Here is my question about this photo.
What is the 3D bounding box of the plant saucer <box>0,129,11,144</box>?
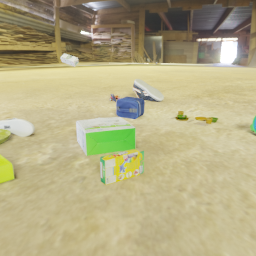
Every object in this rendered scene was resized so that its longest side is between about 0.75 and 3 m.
[{"bbox_3d":[-5.051,0.385,9.872,1.750,0.272,1.750,0,17,0],"label":"plant saucer"}]

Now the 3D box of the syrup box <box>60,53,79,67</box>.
[{"bbox_3d":[-2.765,-3.227,13.277,0.818,0.333,0.322,24,59,21],"label":"syrup box"}]

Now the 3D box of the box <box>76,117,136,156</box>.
[{"bbox_3d":[-0.782,0.207,9.484,1.686,0.815,1.487,-6,18,-21],"label":"box"}]

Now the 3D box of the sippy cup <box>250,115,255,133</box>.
[{"bbox_3d":[5.409,-0.137,10.553,0.976,1.046,1.332,1,22,-37],"label":"sippy cup"}]

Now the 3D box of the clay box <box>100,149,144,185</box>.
[{"bbox_3d":[-0.127,0.961,7.158,1.191,0.684,0.283,-10,20,-33],"label":"clay box"}]

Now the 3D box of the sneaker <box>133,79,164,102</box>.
[{"bbox_3d":[1.246,-2.155,17.666,0.910,0.922,2.321,-19,50,-43],"label":"sneaker"}]

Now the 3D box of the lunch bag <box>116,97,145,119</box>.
[{"bbox_3d":[0.040,-0.978,13.358,1.343,0.912,0.889,8,18,26],"label":"lunch bag"}]

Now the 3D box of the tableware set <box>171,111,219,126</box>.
[{"bbox_3d":[3.056,-0.501,12.848,1.313,0.299,1.950,-15,22,-42],"label":"tableware set"}]

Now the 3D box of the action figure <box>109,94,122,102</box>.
[{"bbox_3d":[-0.774,-1.782,17.335,0.768,0.415,0.794,-10,45,-11],"label":"action figure"}]

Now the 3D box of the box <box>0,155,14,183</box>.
[{"bbox_3d":[-4.082,1.167,6.796,2.145,0.511,1.308,-13,20,-40],"label":"box"}]

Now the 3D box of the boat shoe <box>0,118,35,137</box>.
[{"bbox_3d":[-4.292,-0.072,10.858,1.882,0.675,0.638,-1,16,24],"label":"boat shoe"}]
